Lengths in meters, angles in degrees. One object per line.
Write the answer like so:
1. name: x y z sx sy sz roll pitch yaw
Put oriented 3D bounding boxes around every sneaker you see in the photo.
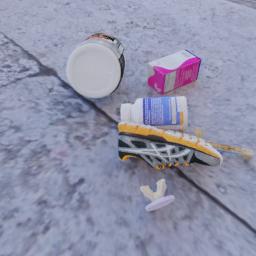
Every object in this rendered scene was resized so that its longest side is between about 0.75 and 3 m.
1. sneaker: 0.942 0.558 6.799 2.595 1.002 1.016 14 5 17

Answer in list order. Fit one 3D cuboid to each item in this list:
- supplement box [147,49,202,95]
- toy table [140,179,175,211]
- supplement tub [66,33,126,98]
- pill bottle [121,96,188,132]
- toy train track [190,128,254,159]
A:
1. supplement box: 1.554 -1.931 9.556 1.665 0.861 0.843 -23 49 -24
2. toy table: 0.629 1.455 6.059 0.725 0.788 0.462 13 50 -46
3. supplement tub: -0.875 -2.048 8.720 1.609 1.609 2.626 1 24 1
4. pill bottle: 0.711 -0.354 7.770 1.772 0.993 0.993 -2 44 4
5. toy train track: 2.260 0.564 7.390 1.961 0.319 1.125 10 42 4
